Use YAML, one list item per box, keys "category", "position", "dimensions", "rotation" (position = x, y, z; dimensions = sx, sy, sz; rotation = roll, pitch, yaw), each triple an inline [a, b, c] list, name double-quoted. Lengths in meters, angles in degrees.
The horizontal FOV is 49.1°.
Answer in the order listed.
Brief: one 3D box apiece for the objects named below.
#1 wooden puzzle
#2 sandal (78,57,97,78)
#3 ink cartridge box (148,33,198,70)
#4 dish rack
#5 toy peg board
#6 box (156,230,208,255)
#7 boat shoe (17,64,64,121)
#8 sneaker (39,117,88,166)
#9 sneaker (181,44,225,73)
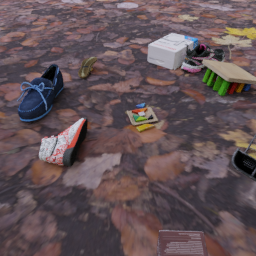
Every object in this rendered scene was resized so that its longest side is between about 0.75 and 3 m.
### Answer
- category: "wooden puzzle"
  position: [0.457, -0.393, 8.828]
  dimensions: [0.927, 0.161, 1.374]
  rotation: [-12, 38, -16]
- category: "sandal"
  position: [-1.650, -2.439, 11.464]
  dimensions: [0.552, 0.371, 1.374]
  rotation: [5, 51, 15]
- category: "ink cartridge box"
  position: [1.981, -3.422, 12.344]
  dimensions: [1.422, 0.821, 1.948]
  rotation: [25, 43, 29]
- category: "dish rack"
  position: [2.993, 0.175, 4.713]
  dimensions: [1.642, 0.584, 2.141]
  rotation: [32, 90, 25]
- category: "toy peg board"
  position: [3.688, -1.804, 10.405]
  dimensions: [1.587, 0.780, 1.594]
  rotation: [1, 35, -26]
- category: "box"
  position: [0.891, 2.326, 4.638]
  dimensions: [0.778, 0.786, 0.947]
  rotation: [2, 37, 2]
- category: "boat shoe"
  position: [-2.987, -1.287, 9.356]
  dimensions: [1.168, 0.953, 2.777]
  rotation: [2, 37, 2]
- category: "sneaker"
  position: [-1.737, 0.255, 7.578]
  dimensions: [0.963, 0.600, 1.797]
  rotation: [8, 40, 6]
- category: "sneaker"
  position: [3.268, -3.058, 11.720]
  dimensions: [2.294, 0.990, 0.921]
  rotation: [-26, 45, -31]
